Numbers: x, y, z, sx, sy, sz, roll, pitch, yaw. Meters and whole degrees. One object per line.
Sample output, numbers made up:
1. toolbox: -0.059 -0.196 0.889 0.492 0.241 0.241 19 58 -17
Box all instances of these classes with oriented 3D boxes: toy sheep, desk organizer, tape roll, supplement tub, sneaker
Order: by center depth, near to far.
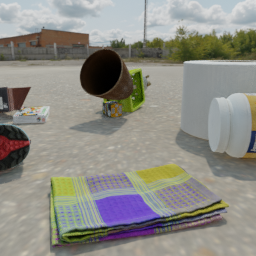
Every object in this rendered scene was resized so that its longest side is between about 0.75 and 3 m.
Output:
1. sneaker: -3.492 0.473 5.691 2.890 1.146 1.381 2 -1 -16
2. supplement tub: 2.945 -0.053 6.308 2.026 1.463 1.463 0 15 4
3. tape roll: 3.134 -0.951 8.436 3.035 2.084 3.035 -1 15 0
4. desk organizer: -4.761 -1.125 10.881 2.478 0.889 0.954 4 11 42
5. toy sheep: 0.565 -2.507 15.814 1.910 1.317 1.317 -6 16 -38

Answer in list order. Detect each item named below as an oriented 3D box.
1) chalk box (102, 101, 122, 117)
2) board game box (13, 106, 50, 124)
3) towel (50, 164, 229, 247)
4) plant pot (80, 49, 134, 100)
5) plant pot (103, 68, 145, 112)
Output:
1. chalk box: -0.647 -0.745 10.693 0.508 0.512 0.820 -10 19 -32
2. board game box: -3.445 -0.494 10.170 1.059 0.290 1.678 -2 15 -11
3. towel: 0.054 1.062 4.464 2.502 0.285 1.797 -4 16 -15
4. plant pot: -0.526 -1.641 9.897 1.642 1.642 1.757 8 -9 28
5. plant pot: -0.237 -1.608 11.845 1.425 1.563 1.571 1 20 26
